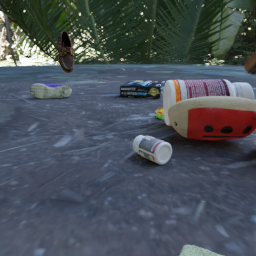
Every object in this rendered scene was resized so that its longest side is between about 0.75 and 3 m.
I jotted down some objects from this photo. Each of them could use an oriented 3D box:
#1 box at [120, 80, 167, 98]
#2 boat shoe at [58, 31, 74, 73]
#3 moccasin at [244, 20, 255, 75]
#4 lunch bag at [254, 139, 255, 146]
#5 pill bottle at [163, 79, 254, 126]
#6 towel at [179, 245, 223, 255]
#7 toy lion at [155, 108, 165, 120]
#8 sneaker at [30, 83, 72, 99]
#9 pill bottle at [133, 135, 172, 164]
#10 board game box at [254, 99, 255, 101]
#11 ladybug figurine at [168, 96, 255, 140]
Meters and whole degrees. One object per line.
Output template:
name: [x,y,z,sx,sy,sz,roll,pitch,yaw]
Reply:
box: [0.951,-2.174,15.420,2.169,0.628,2.729,4,16,15]
boat shoe: [-2.108,-2.590,9.468,0.517,1.469,0.516,-6,-20,-29]
moccasin: [4.057,-2.639,7.289,1.098,3.003,1.159,-7,56,-19]
lunch bag: [4.483,0.304,5.763,2.960,1.213,2.607,-2,20,-5]
pill bottle: [2.507,-0.812,8.998,2.583,1.475,1.475,-1,16,-1]
towel: [0.928,1.562,2.934,0.931,0.170,0.691,9,17,29]
toy lion: [1.712,-0.572,10.261,1.308,0.449,1.254,10,26,31]
sneaker: [-3.959,-1.926,14.556,2.094,0.728,1.041,4,12,-6]
pill bottle: [0.521,0.456,6.272,0.500,0.500,0.862,-11,19,-35]
board game box: [5.411,-0.888,11.316,1.217,0.375,1.217,-6,16,-24]
ladybug figurine: [2.273,-0.196,7.299,2.466,0.887,1.674,-1,-17,15]
